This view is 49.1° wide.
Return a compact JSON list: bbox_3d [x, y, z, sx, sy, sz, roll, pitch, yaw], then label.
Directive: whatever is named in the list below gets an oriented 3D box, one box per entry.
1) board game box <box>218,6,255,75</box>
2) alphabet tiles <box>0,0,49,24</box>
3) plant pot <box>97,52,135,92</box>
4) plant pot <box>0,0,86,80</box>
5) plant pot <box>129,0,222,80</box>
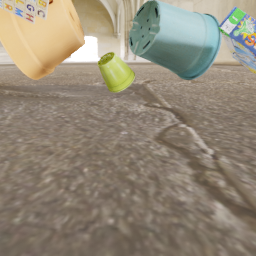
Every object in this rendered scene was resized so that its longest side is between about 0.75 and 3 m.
[{"bbox_3d":[3.240,-1.548,6.494,2.027,0.516,2.995,45,19,19],"label":"board game box"},{"bbox_3d":[-2.303,-2.826,5.708,1.441,1.199,0.046,24,50,-8],"label":"alphabet tiles"},{"bbox_3d":[-0.369,-1.502,7.274,0.834,0.803,0.834,-21,42,20],"label":"plant pot"},{"bbox_3d":[-2.757,-3.367,9.323,2.061,2.944,2.944,-20,15,7],"label":"plant pot"},{"bbox_3d":[1.379,-2.884,9.003,2.227,2.274,2.274,8,10,-33],"label":"plant pot"}]
